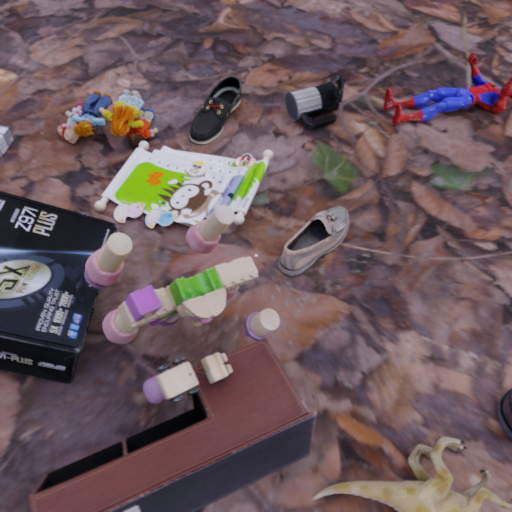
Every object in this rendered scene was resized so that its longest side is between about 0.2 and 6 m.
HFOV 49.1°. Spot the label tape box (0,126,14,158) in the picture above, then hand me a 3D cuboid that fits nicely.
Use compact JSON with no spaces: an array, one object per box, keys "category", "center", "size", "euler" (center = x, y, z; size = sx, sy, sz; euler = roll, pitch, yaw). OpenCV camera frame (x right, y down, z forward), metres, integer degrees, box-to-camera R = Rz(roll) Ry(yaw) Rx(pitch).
[{"category":"label tape box","center":[-5.712,-2.250,11.652],"size":[0.817,0.359,1.133],"euler":[7,50,6]}]

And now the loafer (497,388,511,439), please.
[{"category":"loafer","center":[5.140,1.868,7.696],"size":[3.484,1.097,1.252],"euler":[-4,50,-4]}]

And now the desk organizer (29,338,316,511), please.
[{"category":"desk organizer","center":[-1.072,2.459,7.146],"size":[3.427,1.229,1.319],"euler":[-20,51,-17]}]

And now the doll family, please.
[{"category":"doll family","center":[-3.211,-2.941,11.813],"size":[2.207,0.994,1.370],"euler":[5,50,4]}]

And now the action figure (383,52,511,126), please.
[{"category":"action figure","center":[4.524,-3.776,12.253],"size":[3.116,1.542,1.017],"euler":[-7,51,-9]}]

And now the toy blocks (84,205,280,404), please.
[{"category":"toy blocks","center":[-1.133,0.802,7.942],"size":[2.138,1.926,2.288],"euler":[-18,77,-35]}]

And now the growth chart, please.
[{"category":"growth chart","center":[-1.386,-1.374,10.833],"size":[3.077,0.273,2.227],"euler":[8,54,12]}]

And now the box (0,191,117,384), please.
[{"category":"box","center":[-3.441,0.431,8.551],"size":[2.032,1.069,2.481],"euler":[16,49,-12]}]

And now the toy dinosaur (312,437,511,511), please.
[{"category":"toy dinosaur","center":[2.172,2.989,6.980],"size":[2.695,0.784,1.363],"euler":[19,54,15]}]

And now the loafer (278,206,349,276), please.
[{"category":"loafer","center":[1.090,-0.370,9.925],"size":[0.657,0.575,1.828],"euler":[33,57,25]}]

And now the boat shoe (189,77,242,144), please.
[{"category":"boat shoe","center":[-0.904,-3.217,12.299],"size":[0.703,0.602,1.922],"euler":[25,58,10]}]

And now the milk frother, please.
[{"category":"milk frother","center":[1.320,-3.448,12.179],"size":[1.049,1.115,1.006],"euler":[-19,56,-14]}]
